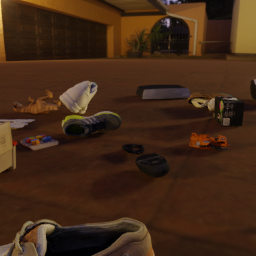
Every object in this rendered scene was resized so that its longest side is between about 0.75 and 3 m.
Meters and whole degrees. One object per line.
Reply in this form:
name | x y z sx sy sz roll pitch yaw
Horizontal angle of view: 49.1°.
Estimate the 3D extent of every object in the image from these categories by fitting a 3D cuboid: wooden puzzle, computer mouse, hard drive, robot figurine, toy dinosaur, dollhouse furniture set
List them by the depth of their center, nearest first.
dollhouse furniture set | -3.763 0.400 6.424 2.257 1.175 2.282 5 18 14
computer mouse | 0.348 0.771 6.817 0.646 0.375 2.204 -12 14 -16
robot figurine | 2.317 0.392 7.928 1.082 0.315 0.785 5 19 15
wooden puzzle | -2.602 0.370 8.196 0.811 0.203 0.876 -14 22 -39
toy dinosaur | -3.399 -0.859 11.547 2.977 0.899 1.581 -1 33 29
hard drive | 1.881 -1.978 15.219 2.646 0.560 1.785 -3 17 -10

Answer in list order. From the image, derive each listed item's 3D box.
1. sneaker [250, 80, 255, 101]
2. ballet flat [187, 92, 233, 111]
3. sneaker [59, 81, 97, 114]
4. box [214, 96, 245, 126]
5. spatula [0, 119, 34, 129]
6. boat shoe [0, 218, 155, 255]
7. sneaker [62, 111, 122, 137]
sneaker | 7.169 -1.877 13.906 1.581 1.095 2.619 -3 25 7
ballet flat | 3.573 -1.149 12.458 0.816 0.765 2.256 -36 34 -29
sneaker | -1.708 -1.277 10.730 1.282 1.090 2.896 -43 10 1
box | 3.680 -0.636 10.292 0.748 0.894 1.203 1 17 3
spatula | -4.482 -0.163 10.041 1.880 0.151 1.307 1 18 2
boat shoe | -1.011 1.524 3.224 2.636 0.902 0.985 -3 17 -9
sneaker | -1.150 -0.030 8.887 1.952 0.721 0.790 -8 24 -2
